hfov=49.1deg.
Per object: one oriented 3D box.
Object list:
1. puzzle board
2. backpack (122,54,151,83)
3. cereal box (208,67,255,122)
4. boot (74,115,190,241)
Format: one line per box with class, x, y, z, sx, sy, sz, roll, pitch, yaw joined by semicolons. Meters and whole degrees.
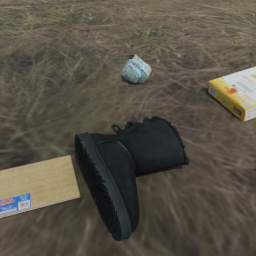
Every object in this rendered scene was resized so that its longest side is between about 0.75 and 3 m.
puzzle board;-1.910;1.190;5.847;1.625;0.141;1.224;-12;40;-14
backpack;0.296;-1.921;9.392;0.897;0.796;0.675;30;60;-7
cereal box;4.033;-1.208;8.517;2.532;0.500;1.822;-19;39;-11
boot;0.264;0.781;5.798;2.199;0.993;2.684;-10;40;-23
